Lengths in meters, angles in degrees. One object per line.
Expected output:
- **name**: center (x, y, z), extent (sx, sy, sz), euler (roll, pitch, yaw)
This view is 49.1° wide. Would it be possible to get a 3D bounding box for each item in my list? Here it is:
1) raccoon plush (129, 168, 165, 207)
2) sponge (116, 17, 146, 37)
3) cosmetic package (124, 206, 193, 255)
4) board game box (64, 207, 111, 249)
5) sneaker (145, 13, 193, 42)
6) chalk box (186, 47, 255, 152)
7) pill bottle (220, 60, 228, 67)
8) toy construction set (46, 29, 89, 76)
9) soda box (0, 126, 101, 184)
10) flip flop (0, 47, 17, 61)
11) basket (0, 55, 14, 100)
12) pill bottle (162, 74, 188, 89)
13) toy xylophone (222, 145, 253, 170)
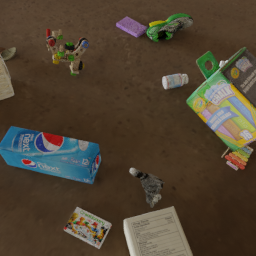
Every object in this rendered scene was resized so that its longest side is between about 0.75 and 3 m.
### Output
- **raccoon plush**: center (0.444, 1.659, 7.811), extent (1.179, 0.570, 0.790), euler (26, 94, 1)
- **sponge**: center (0.174, -4.764, 13.181), extent (1.364, 0.203, 0.761), euler (37, 61, 24)
- **cosmetic package**: center (0.865, 3.343, 6.511), extent (1.351, 0.954, 2.609), euler (-11, 53, -10)
- **board game box**: center (-1.078, 2.662, 7.515), extent (1.082, 0.187, 0.683), euler (21, 55, 15)
- **sneaker**: center (1.950, -4.418, 12.633), extent (2.216, 0.865, 0.944), euler (-22, 63, -5)
- **chalk box**: center (3.195, -1.081, 8.662), extent (2.894, 1.791, 1.800), euler (48, 56, 5)
- **pill bottle**: center (4.129, -2.452, 11.247), extent (0.850, 0.477, 0.477), euler (13, 54, 9)
- **toy construction set**: center (-2.506, -2.850, 10.877), extent (1.606, 1.480, 1.926), euler (-23, 46, -40)
- **soda box**: center (-2.305, 0.804, 8.446), extent (2.831, 0.960, 0.908), euler (11, 53, 8)
- **flip flop**: center (-5.495, -3.150, 11.788), extent (1.586, 0.456, 0.643), euler (-9, 53, -7)
- **basket**: center (-5.336, -1.642, 10.081), extent (2.075, 1.407, 1.280), euler (-22, 60, -16)
- **pill bottle**: center (1.818, -1.809, 10.746), extent (0.909, 0.494, 0.494), euler (-12, 54, -10)
- **toy xylophone**: center (3.424, 0.883, 8.834), extent (0.746, 0.256, 1.019), euler (30, 58, 22)
